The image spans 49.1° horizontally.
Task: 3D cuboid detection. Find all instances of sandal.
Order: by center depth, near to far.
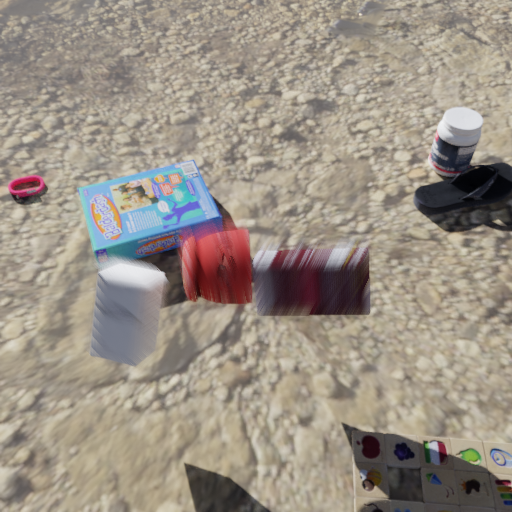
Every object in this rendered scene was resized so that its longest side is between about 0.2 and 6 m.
[{"bbox_3d":[4.868,-1.589,12.747,2.658,0.569,1.011,-20,52,-16],"label":"sandal"}]

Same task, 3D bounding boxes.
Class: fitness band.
[{"bbox_3d":[-5.362,-1.627,13.078,0.806,0.151,0.579,-12,48,-12],"label":"fitness band"}]

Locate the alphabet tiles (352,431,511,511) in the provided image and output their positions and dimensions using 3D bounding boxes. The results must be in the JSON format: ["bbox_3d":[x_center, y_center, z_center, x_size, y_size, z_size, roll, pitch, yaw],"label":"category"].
[{"bbox_3d":[2.752,4.154,8.115,2.639,0.119,3.157,4,50,3],"label":"alphabet tiles"}]

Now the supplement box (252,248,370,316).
[{"bbox_3d":[0.931,0.429,9.285,1.870,1.018,0.569,-1,16,13],"label":"supplement box"}]

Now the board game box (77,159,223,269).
[{"bbox_3d":[-2.325,-0.973,12.186,2.707,0.609,2.059,-16,51,-13],"label":"board game box"}]

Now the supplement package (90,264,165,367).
[{"bbox_3d":[-2.026,0.905,8.827,0.801,1.370,0.804,11,12,12],"label":"supplement package"}]

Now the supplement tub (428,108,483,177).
[{"bbox_3d":[4.664,-2.643,13.112,0.976,1.391,0.976,0,49,0],"label":"supplement tub"}]

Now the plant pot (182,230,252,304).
[{"bbox_3d":[-0.594,0.184,8.779,1.059,1.163,1.163,-2,49,-3],"label":"plant pot"}]
